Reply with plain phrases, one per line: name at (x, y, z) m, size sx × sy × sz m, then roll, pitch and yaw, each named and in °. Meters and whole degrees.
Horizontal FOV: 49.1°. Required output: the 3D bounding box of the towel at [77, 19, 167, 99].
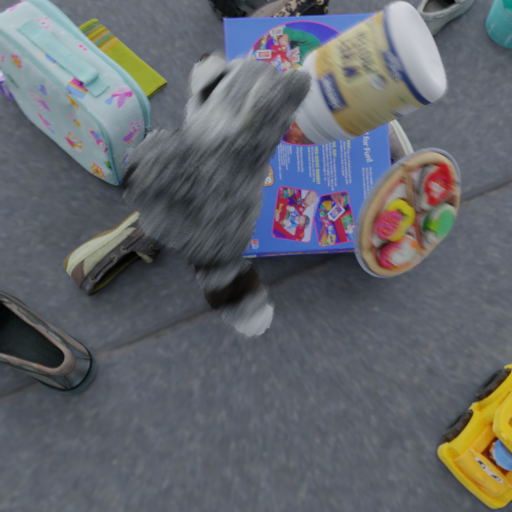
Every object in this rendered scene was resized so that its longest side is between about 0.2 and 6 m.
towel at (-2.918, -3.908, 11.297) m, size 2.307 × 0.208 × 0.993 m, roll 43°, pitch 75°, yaw 15°

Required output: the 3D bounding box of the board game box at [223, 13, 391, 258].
board game box at (0.849, -1.969, 9.453) m, size 2.627 × 0.875 × 3.907 m, roll -2°, pitch 87°, yaw -2°

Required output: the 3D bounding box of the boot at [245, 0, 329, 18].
boot at (1.117, -4.053, 10.507) m, size 2.683 × 0.982 × 2.020 m, roll -35°, pitch 101°, yaw -10°

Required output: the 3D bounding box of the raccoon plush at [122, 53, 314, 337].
raccoon plush at (0.043, -0.749, 6.838) m, size 2.268 × 3.386 × 1.638 m, roll -19°, pitch 33°, yaw 31°

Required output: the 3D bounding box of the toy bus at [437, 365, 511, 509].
toy bus at (3.750, 2.433, 7.770) m, size 1.994 × 1.915 × 1.353 m, roll -42°, pitch 75°, yaw -14°

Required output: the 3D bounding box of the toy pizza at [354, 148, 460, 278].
toy pizza at (2.203, -0.523, 7.833) m, size 1.982 × 1.982 × 0.314 m, roll -35°, pitch 43°, yaw -13°

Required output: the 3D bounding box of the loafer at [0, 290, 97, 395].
loafer at (-4.017, 1.121, 8.778) m, size 3.208 × 1.009 × 1.153 m, roll 22°, pitch 69°, yaw 9°

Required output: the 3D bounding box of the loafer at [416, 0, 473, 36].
loafer at (3.976, -5.307, 11.580) m, size 0.741 × 0.739 × 2.118 m, roll 39°, pitch 73°, yaw 14°

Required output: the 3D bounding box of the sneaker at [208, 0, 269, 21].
sneaker at (-0.098, -5.129, 11.510) m, size 1.033 × 0.983 × 2.606 m, roll -38°, pitch 81°, yaw -24°

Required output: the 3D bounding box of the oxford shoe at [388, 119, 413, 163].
oxford shoe at (2.254, -2.298, 10.335) m, size 0.671 × 0.873 × 2.323 m, roll -30°, pitch 69°, yaw 3°

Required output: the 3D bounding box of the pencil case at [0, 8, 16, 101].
pencil case at (-4.647, -3.950, 11.007) m, size 0.761 × 0.776 × 1.814 m, roll -8°, pitch 69°, yaw -3°

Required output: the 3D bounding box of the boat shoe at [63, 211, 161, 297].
boat shoe at (-1.980, -0.216, 9.469) m, size 2.501 × 0.916 × 0.811 m, roll -34°, pitch 78°, yaw -4°

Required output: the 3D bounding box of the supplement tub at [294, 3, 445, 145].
supplement tub at (1.394, -2.285, 7.306) m, size 1.763 × 1.273 × 1.273 m, roll -21°, pitch 63°, yaw 34°

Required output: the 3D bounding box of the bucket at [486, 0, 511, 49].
bucket at (5.398, -4.929, 11.356) m, size 1.349 × 0.878 × 1.349 m, roll 0°, pitch 68°, yaw 0°

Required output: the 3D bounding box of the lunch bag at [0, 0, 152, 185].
lunch bag at (-3.021, -2.734, 9.477) m, size 3.016 × 2.419 × 1.163 m, roll 41°, pitch 67°, yaw 7°
